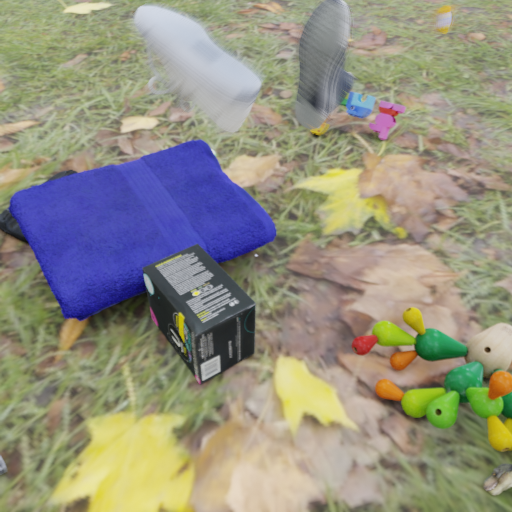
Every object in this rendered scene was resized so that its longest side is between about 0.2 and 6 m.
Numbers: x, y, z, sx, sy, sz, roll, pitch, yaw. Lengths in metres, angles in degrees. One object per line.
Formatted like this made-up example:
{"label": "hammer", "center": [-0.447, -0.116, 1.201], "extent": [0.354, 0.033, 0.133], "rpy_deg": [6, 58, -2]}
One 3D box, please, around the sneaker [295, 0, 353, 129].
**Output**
{"label": "sneaker", "center": [1.210, -3.237, 9.219], "extent": [0.748, 1.967, 1.421], "rpy_deg": [22, 36, 15]}

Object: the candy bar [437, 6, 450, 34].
{"label": "candy bar", "center": [3.401, -4.258, 10.131], "extent": [0.201, 0.453, 1.817], "rpy_deg": [7, 23, 17]}

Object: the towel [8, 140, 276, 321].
{"label": "towel", "center": [-2.123, -0.597, 10.610], "extent": [4.193, 1.039, 3.096], "rpy_deg": [-21, 54, -26]}

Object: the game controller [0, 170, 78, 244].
{"label": "game controller", "center": [-4.422, -1.097, 12.121], "extent": [1.181, 0.477, 2.264], "rpy_deg": [30, 49, 10]}

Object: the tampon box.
{"label": "tampon box", "center": [-0.938, 0.910, 9.161], "extent": [1.091, 1.295, 1.728], "rpy_deg": [-25, 48, -25]}

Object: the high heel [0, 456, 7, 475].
{"label": "high heel", "center": [-4.768, 2.558, 7.637], "extent": [1.679, 0.841, 2.355], "rpy_deg": [-29, 58, -37]}

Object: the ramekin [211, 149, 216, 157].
{"label": "ramekin", "center": [-1.300, -2.274, 13.375], "extent": [0.770, 0.376, 0.770], "rpy_deg": [0, 42, 0]}

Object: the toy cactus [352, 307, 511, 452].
{"label": "toy cactus", "center": [3.243, 1.639, 8.470], "extent": [3.062, 1.566, 2.526], "rpy_deg": [25, 37, 36]}

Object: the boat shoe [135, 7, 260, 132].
{"label": "boat shoe", "center": [-0.989, -2.628, 8.177], "extent": [0.949, 1.095, 2.569], "rpy_deg": [-21, 56, -44]}

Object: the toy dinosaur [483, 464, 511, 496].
{"label": "toy dinosaur", "center": [4.142, 3.102, 7.398], "extent": [2.048, 0.486, 0.903], "rpy_deg": [-1, 35, -6]}

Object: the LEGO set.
{"label": "LEGO set", "center": [2.121, -3.646, 14.509], "extent": [2.972, 1.219, 1.133], "rpy_deg": [23, 16, 30]}
